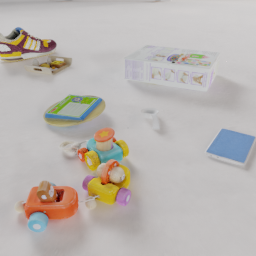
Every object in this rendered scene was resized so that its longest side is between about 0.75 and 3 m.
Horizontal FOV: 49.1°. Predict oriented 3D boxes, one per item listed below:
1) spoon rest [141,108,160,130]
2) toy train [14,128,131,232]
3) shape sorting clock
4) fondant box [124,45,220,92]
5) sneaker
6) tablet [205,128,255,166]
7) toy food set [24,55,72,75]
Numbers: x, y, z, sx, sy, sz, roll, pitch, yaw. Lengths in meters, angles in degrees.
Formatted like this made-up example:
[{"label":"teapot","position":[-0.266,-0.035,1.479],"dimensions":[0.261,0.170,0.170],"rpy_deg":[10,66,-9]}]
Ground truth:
[{"label":"spoon rest","position":[0.628,-0.322,7.309],"dimensions":[0.491,0.300,0.989],"rpy_deg":[-5,31,-8]},{"label":"toy train","position":[-0.867,0.679,5.123],"dimensions":[1.887,0.699,2.513],"rpy_deg":[1,30,2]},{"label":"shape sorting clock","position":[-1.428,-0.473,7.529],"dimensions":[1.685,0.331,1.685],"rpy_deg":[-4,32,2]},{"label":"fondant box","position":[1.621,-2.247,10.140],"dimensions":[2.976,0.867,2.147],"rpy_deg":[12,31,21]},{"label":"sneaker","position":[-4.422,-3.879,12.569],"dimensions":[1.089,1.310,2.907],"rpy_deg":[19,35,30]},{"label":"tablet","position":[2.314,0.387,6.261],"dimensions":[0.839,0.088,1.289],"rpy_deg":[17,33,28]},{"label":"toy food set","position":[-3.111,-2.565,11.075],"dimensions":[1.174,0.494,1.636],"rpy_deg":[10,31,18]}]
